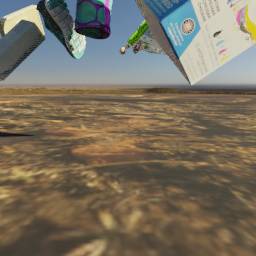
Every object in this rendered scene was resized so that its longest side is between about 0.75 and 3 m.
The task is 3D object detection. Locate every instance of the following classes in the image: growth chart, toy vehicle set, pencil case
[{"bbox_3d":[1.391,-2.539,7.082,2.917,2.111,0.259,16,-23,36],"label":"growth chart"},{"bbox_3d":[-3.276,-3.090,8.685,0.205,0.962,1.548,13,42,23],"label":"toy vehicle set"},{"bbox_3d":[-0.709,-3.199,6.666,0.953,2.063,0.878,5,-4,31],"label":"pencil case"}]

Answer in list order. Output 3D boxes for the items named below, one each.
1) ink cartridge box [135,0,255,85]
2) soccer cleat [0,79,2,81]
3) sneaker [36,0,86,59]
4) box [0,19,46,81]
[{"bbox_3d":[1.586,-2.498,5.189,2.499,1.808,1.840,-33,-38,10],"label":"ink cartridge box"},{"bbox_3d":[-4.249,-2.470,9.706,0.656,1.879,0.811,22,20,-51],"label":"soccer cleat"},{"bbox_3d":[-1.768,-2.653,7.434,0.808,1.770,0.687,10,48,38],"label":"sneaker"},{"bbox_3d":[-3.048,-2.094,7.428,0.688,1.675,0.573,28,-18,35],"label":"box"}]
